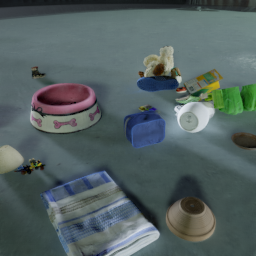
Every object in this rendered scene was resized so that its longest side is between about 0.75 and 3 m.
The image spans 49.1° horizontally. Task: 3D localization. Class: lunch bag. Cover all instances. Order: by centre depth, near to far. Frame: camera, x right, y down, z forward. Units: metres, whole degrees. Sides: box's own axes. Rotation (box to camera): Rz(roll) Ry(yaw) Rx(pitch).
[{"bbox_3d":[0.595,-0.037,9.765,1.441,0.979,0.953,-11,32,-18],"label":"lunch bag"}]

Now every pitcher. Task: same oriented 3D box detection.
[{"bbox_3d":[2.343,-0.512,10.629,1.530,1.081,1.783,7,21,27],"label":"pitcher"}]

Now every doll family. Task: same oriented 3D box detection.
[{"bbox_3d":[-2.922,1.182,8.357,0.902,0.354,0.522,-24,42,-26],"label":"doll family"}]

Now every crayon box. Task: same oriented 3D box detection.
[{"bbox_3d":[3.533,-2.039,13.037,1.603,0.413,1.008,-25,38,8],"label":"crayon box"}]

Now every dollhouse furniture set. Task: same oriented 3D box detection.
[{"bbox_3d":[2.968,-1.010,11.475,0.933,0.721,1.866,-3,-6,-42],"label":"dollhouse furniture set"}]

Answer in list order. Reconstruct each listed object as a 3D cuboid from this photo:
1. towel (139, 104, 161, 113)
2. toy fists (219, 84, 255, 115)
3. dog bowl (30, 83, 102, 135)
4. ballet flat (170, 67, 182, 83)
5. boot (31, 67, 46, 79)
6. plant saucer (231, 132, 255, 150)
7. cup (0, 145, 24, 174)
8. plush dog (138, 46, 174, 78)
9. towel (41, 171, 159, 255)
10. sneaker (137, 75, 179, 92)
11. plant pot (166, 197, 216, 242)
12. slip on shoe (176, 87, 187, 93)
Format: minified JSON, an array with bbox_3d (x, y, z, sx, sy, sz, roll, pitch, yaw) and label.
[{"bbox_3d":[0.906,-0.782,11.928,0.611,0.097,0.850,-18,35,-29],"label":"towel"},{"bbox_3d":[4.678,-1.164,11.624,2.200,1.122,0.757,-10,1,-18],"label":"toy fists"},{"bbox_3d":[-2.505,-0.904,11.192,2.859,1.054,2.859,0,30,0],"label":"dog bowl"},{"bbox_3d":[2.531,-2.652,14.461,0.571,0.609,1.685,-27,-10,8],"label":"ballet flat"},{"bbox_3d":[-4.909,-3.055,15.320,0.800,0.602,0.293,-19,35,-29],"label":"boot"},{"bbox_3d":[4.107,0.481,9.699,1.034,0.166,1.034,1,30,0],"label":"plant saucer"},{"bbox_3d":[-3.637,0.874,8.356,0.853,0.610,0.853,-14,22,6],"label":"cup"},{"bbox_3d":[1.570,-3.108,14.882,1.818,1.699,2.117,-41,15,-30],"label":"plush dog"},{"bbox_3d":[-0.790,2.082,6.796,2.026,0.328,2.758,-16,34,-27],"label":"towel"},{"bbox_3d":[1.441,-2.237,13.903,2.084,0.731,0.812,2,24,-6],"label":"sneaker"},{"bbox_3d":[1.504,2.038,6.658,1.173,0.542,1.173,0,31,0],"label":"plant pot"},{"bbox_3d":[2.680,-1.912,13.732,0.765,0.234,0.283,-16,32,-29],"label":"slip on shoe"}]
